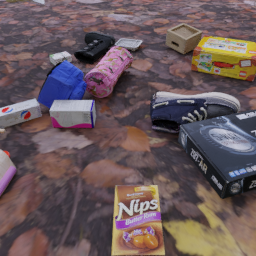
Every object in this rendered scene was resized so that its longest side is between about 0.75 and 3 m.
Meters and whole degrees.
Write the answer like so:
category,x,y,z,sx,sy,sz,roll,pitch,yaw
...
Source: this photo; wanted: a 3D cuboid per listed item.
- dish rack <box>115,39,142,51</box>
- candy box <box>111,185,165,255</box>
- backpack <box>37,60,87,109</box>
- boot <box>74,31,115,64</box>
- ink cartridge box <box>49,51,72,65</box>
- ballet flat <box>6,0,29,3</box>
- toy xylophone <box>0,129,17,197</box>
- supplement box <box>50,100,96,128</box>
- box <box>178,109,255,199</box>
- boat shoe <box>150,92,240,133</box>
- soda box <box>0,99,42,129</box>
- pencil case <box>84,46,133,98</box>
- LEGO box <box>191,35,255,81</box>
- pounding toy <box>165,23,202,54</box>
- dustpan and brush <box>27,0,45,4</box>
category,x,y,z,sx,sy,sz,roll,pitch,yaw
dish rack,0.033,-3.865,13.029,1.116,0.243,0.958,12,40,15
candy box,0.176,1.814,5.390,0.908,0.440,1.557,-1,36,0
backpack,-2.000,-1.296,8.867,1.265,1.225,1.508,33,31,-16
boot,-1.716,-3.542,12.371,1.645,0.655,1.996,11,46,27
ink cartridge box,-2.797,-2.894,11.683,0.757,0.319,0.553,-25,44,-29
ballet flat,-1.119,-1.365,2.504,1.075,0.361,0.366,29,43,-7
toy xylophone,-3.972,0.779,6.519,2.814,0.707,2.060,10,38,13
supplement box,-1.582,-0.412,8.173,1.208,0.611,0.624,0,37,0
box,2.918,0.488,7.016,2.638,0.574,2.114,-11,39,-14
boat shoe,1.838,-0.336,7.956,2.569,0.959,1.192,3,45,14
soda box,-3.314,-0.427,8.343,1.349,0.429,0.459,-20,41,-25
pencil case,-0.648,-2.040,9.979,1.035,1.082,2.501,30,41,-1
LEGO box,3.913,-2.821,11.087,2.359,0.910,1.757,16,40,20
pounding toy,2.478,-4.084,12.887,1.326,1.024,1.441,-32,54,-28
dustpan and brush,-2.998,-3.753,7.675,1.385,0.396,0.966,26,19,40
